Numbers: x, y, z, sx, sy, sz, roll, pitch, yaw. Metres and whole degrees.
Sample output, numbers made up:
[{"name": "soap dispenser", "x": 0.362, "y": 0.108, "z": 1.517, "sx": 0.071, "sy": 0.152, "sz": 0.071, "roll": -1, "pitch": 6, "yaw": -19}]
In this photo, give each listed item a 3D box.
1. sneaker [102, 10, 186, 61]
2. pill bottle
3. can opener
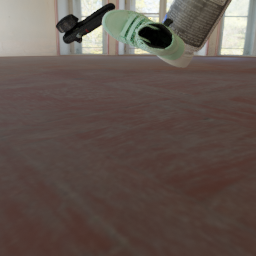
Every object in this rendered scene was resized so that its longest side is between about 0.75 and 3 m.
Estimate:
[{"name": "sneaker", "x": 0.214, "y": -2.255, "z": 6.263, "sx": 2.206, "sy": 0.812, "sz": 1.301, "roll": 27, "pitch": 11, "yaw": 15}, {"name": "pill bottle", "x": 2.110, "y": -3.626, "z": 9.322, "sx": 1.681, "sy": 2.955, "sz": 1.681, "roll": 19, "pitch": 37, "yaw": -14}, {"name": "can opener", "x": -1.386, "y": -3.469, "z": 9.409, "sx": 2.342, "sy": 0.742, "sz": 0.921, "roll": -10, "pitch": -22, "yaw": 31}]
